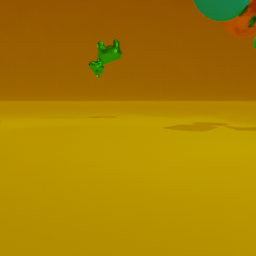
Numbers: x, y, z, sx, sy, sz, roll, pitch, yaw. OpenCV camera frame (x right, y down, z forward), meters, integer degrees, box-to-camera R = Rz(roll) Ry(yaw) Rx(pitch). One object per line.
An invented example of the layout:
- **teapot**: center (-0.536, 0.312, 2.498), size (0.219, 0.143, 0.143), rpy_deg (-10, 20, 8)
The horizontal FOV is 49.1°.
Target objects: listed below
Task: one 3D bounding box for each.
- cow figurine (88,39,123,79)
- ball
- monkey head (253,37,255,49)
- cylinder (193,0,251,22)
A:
- **cow figurine**: center (-0.868, -2.696, 11.016), size (1.408, 1.385, 0.773), rpy_deg (-7, 8, 4)
- **ball**: center (2.996, -2.915, 7.253), size (1.108, 1.108, 1.108), rpy_deg (0, 6, 0)
- **monkey head**: center (3.551, -1.975, 6.401), size (0.970, 1.610, 1.158), rpy_deg (21, 2, -12)
- **cylinder**: center (2.161, -3.114, 5.911), size (1.213, 1.213, 1.213), rpy_deg (-49, 30, -21)
